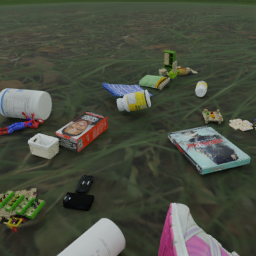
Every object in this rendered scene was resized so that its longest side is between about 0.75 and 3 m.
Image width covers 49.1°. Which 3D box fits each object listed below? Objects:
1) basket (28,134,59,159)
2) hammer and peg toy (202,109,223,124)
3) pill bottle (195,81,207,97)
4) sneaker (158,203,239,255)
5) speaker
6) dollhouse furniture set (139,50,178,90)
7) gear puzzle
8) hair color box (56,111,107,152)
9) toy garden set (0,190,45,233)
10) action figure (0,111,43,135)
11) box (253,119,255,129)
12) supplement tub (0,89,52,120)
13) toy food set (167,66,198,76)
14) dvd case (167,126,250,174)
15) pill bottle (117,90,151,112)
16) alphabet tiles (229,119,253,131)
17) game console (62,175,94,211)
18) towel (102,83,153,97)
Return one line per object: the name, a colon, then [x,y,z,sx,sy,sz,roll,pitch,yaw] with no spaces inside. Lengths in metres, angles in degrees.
basket: [-2.561,0.561,8.560,0.784,0.484,0.532,13,32,20]
hammer and peg toy: [3.175,-0.508,10.547,0.686,0.329,0.933,2,30,4]
pill bottle: [3.273,-1.737,12.507,0.484,0.484,0.846,9,32,15]
sneaker: [1.347,2.511,4.691,1.306,1.204,2.961,3,32,-11]
speaker: [-0.884,2.456,5.047,0.745,0.745,1.835,23,38,34]
dollhouse furniture set: [1.627,-2.888,13.717,1.250,0.966,2.501,18,42,27]
gear puzzle: [-2.978,1.892,6.595,1.608,0.211,0.833,-8,33,-8]
hair color box: [-1.497,0.066,9.367,0.868,0.524,1.711,16,34,23]
toy garden set: [-2.580,1.810,6.285,1.078,0.215,0.899,10,35,19]
action figure: [-3.752,-0.258,9.761,1.531,0.758,0.500,-10,32,-22]
box: [5.266,0.078,9.596,1.646,0.267,0.997,5,31,11]
supplement tub: [-3.843,-0.888,10.462,1.656,1.093,1.093,5,31,10]
toy food set: [2.811,-3.138,15.065,1.639,0.329,1.131,-11,32,-18]
dvd case: [2.397,0.590,8.659,1.590,0.240,2.178,-10,27,-15]
pill bottle: [0.222,-1.004,10.719,1.209,0.677,0.677,-12,29,10]
alphabet tiles: [4.086,-0.110,10.136,0.794,0.058,0.777,-11,31,-17]
game console: [-1.142,1.600,7.121,0.699,0.143,1.185,6,32,9]
towel: [-0.039,-1.623,11.974,1.852,0.221,1.341,-3,27,-30]
